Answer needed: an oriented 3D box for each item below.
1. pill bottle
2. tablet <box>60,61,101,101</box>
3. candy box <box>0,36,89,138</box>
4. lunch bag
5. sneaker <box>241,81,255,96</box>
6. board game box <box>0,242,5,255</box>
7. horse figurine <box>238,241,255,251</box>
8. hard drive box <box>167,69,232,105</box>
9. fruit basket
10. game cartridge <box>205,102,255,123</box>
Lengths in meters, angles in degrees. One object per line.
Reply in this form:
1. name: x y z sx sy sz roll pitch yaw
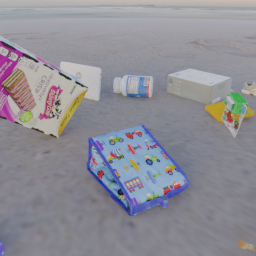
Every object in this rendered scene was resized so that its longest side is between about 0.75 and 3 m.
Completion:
1. pill bottle: 0.218 -1.696 11.327 1.526 0.856 0.856 5 27 11
2. tablet: -1.937 -1.882 11.161 1.983 1.291 0.135 15 20 24
3. candy box: -2.636 -0.995 7.494 2.638 1.799 0.805 24 14 -41
4. lunch bag: 0.241 0.933 6.109 1.527 0.954 2.029 -14 39 -31
5. sneaker: 5.289 -1.608 11.495 1.190 0.547 0.451 18 32 32
6. board game box: -2.602 2.068 4.379 0.699 0.233 1.039 17 31 31
7. horse figurine: 2.540 2.081 3.623 1.556 0.586 2.347 17 9 -4
8. hard drive box: 2.897 -1.753 11.495 1.611 0.794 2.067 -23 34 -38
9. fruit basket: 3.081 -0.441 8.298 0.517 1.102 1.021 3 38 -12
10. game cartridge: 3.478 -0.594 9.647 1.247 0.202 1.100 -14 33 -8
